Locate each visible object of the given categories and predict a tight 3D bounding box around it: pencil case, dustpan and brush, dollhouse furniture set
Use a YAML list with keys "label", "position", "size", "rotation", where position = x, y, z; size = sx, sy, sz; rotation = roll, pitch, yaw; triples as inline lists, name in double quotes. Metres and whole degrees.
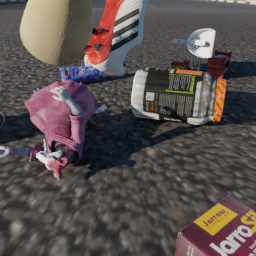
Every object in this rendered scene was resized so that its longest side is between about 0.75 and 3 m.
- label: "pencil case"
  position: [-1.924, -2.220, 11.512]
  size: [1.751, 0.683, 0.761]
  rotation: [-13, 65, -25]
- label: "dustpan and brush"
  position: [2.304, -3.050, 9.979]
  size: [1.398, 0.976, 0.400]
  rotation: [15, 18, 31]
- label: "dollhouse furniture set"
  position: [3.249, -2.937, 12.594]
  size: [2.411, 0.981, 1.298]
  rotation: [13, 31, 23]

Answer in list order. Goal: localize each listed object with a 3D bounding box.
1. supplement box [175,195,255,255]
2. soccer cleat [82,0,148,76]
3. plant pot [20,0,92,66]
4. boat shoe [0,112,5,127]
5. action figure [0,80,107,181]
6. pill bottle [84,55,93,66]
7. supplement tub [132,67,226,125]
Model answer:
- label: "supplement box"
  position: [1.765, 1.939, 3.409]
  size: [1.194, 0.927, 2.164]
  rotation: [-21, 35, -34]
- label: "soccer cleat"
  position: [-0.013, -2.000, 5.068]
  size: [0.758, 2.208, 0.941]
  rotation: [20, -7, 44]
- label: "plant pot"
  position: [-2.005, -3.549, 8.501]
  size: [2.324, 2.324, 2.482]
  rotation: [-15, -12, -26]
- label: "boat shoe"
  position: [-3.974, 0.085, 7.193]
  size: [0.620, 0.671, 1.816]
  rotation: [20, 34, 40]
- label: "action figure"
  position: [-1.633, 0.147, 6.793]
  size: [1.988, 2.210, 2.968]
  rotation: [-33, 43, 15]
- label: "pill bottle"
  position: [-1.797, -3.293, 13.632]
  size: [0.648, 0.648, 1.150]
  rotation: [-5, 28, -9]
- label: "supplement tub"
  position: [1.474, -0.930, 8.213]
  size: [2.518, 1.543, 1.543]
  rotation: [8, 29, 14]
